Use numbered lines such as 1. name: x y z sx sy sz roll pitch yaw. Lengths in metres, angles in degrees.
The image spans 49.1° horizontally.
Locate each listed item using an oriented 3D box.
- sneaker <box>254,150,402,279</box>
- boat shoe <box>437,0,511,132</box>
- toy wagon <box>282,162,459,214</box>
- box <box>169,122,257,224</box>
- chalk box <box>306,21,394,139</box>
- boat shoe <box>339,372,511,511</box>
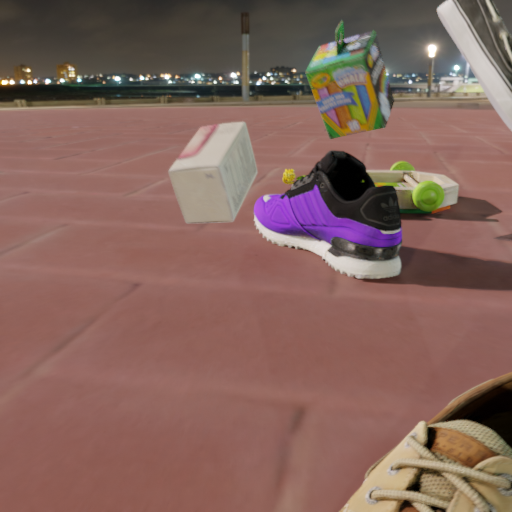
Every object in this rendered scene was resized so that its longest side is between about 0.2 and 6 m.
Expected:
1. sneaker: 1.014 -0.814 8.184 1.060 1.516 3.049 -11 22 -30
2. boat shoe: 3.255 -2.482 7.263 0.760 2.387 0.844 -31 -9 23
3. toy wagon: 2.245 -1.418 11.471 3.401 0.673 2.639 0 18 3
4. box: -0.313 -0.658 4.398 0.414 0.486 0.760 -1 36 19
5. chalk box: 1.452 -2.844 8.864 0.987 1.592 0.994 -7 37 30
6. boat shoe: 0.909 1.244 2.728 0.981 0.958 2.593 16 24 41
